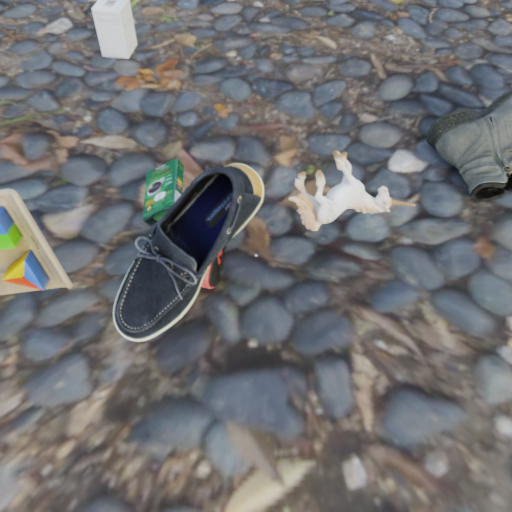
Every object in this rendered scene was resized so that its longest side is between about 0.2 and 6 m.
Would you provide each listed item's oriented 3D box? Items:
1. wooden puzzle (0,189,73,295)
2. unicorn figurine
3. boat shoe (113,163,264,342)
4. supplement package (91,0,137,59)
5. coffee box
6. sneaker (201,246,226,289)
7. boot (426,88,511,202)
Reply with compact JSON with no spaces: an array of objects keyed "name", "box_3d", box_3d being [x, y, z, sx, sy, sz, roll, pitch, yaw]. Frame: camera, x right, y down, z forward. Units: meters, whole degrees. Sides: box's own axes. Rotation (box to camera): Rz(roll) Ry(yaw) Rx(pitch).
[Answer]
[{"name":"wooden puzzle","box_3d":[-2.929,-0.021,6.049,1.490,1.380,0.345,-4,42,13]},{"name":"unicorn figurine","box_3d":[1.078,-0.762,6.819,1.386,0.952,0.512,-28,22,-3]},{"name":"boat shoe","box_3d":[-0.906,-0.042,6.502,0.951,0.793,2.549,43,102,13]},{"name":"supplement package","box_3d":[-3.119,-5.060,12.408,0.665,1.135,0.663,7,50,6]},{"name":"coffee box","box_3d":[-1.314,-0.916,7.971,0.576,0.206,0.937,-22,49,22]},{"name":"sneaker","box_3d":[-0.933,-0.580,8.750,1.023,0.869,2.358,5,50,6]},{"name":"boot","box_3d":[4.657,-1.973,10.044,2.822,0.956,1.843,-22,58,-9]}]
